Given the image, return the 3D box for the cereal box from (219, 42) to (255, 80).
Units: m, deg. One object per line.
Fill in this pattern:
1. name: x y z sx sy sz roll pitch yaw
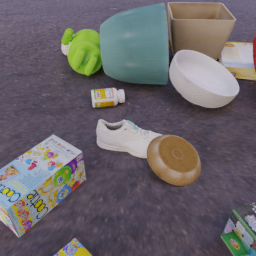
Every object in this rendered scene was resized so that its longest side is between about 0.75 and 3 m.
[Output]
1. cereal box: 5.164 -3.055 12.496 2.085 0.573 2.898 8 39 9

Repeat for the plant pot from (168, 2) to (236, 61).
1. plant pot: 3.011 -4.099 12.494 2.509 2.224 2.512 1 38 2

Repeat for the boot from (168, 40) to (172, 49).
1. boot: 2.449 -4.494 14.332 1.377 0.528 1.069 -10 40 -12

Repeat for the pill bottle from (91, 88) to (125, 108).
1. pill bottle: -0.715 -1.096 10.016 1.142 0.634 0.634 -6 39 -8

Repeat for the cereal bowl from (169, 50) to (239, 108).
1. cereal bowl: 2.562 -1.620 10.017 2.567 1.069 2.567 16 43 -16

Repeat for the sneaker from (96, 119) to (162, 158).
1. sneaker: 0.173 0.212 8.098 2.275 1.007 0.856 6 38 7

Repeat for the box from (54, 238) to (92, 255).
1. box: -1.001 2.980 4.760 1.374 0.871 1.427 32 49 34

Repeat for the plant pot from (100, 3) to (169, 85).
1. plant pot: 0.222 -3.085 10.774 2.402 2.993 2.993 -4 39 4

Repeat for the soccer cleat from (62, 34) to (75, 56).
1. soccer cleat: -2.101 -4.198 13.611 2.503 0.971 0.867 -31 48 -34

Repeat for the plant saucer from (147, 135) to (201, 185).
1. plant saucer: 1.302 0.761 7.567 1.601 0.283 1.601 10 51 -12

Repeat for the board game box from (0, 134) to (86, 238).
1. board game box: -2.154 1.290 6.692 1.098 1.079 2.095 26 46 29

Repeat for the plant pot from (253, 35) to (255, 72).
1. plant pot: 5.603 -2.159 9.598 2.512 2.512 2.288 5 82 6

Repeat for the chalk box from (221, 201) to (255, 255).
1. chalk box: 2.647 2.176 5.693 1.583 0.981 0.988 -15 42 -16

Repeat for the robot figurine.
1. robot figurine: -1.776 -3.310 12.076 2.257 1.488 2.573 20 34 -18
